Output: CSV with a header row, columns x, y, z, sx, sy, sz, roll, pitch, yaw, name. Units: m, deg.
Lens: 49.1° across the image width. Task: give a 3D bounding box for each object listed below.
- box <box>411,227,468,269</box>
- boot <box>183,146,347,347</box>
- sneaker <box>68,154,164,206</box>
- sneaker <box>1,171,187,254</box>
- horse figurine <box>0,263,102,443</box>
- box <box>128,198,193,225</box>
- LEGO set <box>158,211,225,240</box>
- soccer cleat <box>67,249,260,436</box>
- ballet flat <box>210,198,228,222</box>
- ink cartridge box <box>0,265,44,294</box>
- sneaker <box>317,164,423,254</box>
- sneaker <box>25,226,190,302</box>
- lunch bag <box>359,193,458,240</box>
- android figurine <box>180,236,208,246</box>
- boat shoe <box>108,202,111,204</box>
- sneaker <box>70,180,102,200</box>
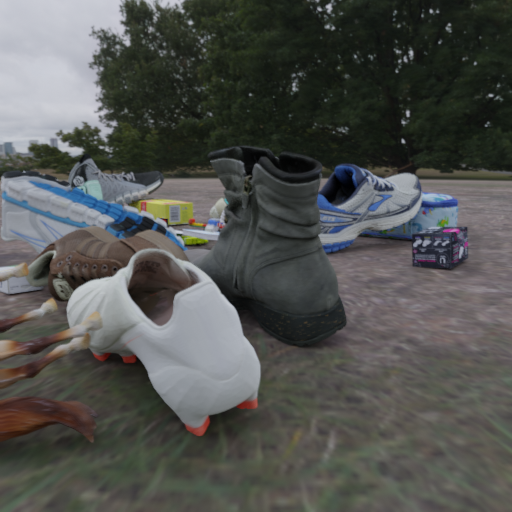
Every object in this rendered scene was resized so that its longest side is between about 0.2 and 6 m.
x,y,z,sx,sy,sz,roll,pitch,yaw,name
3.327,-0.162,10.124,0.726,0.630,1.098,1,9,35,box
-0.176,-0.335,6.589,1.056,2.038,3.120,-24,22,-32,boot
-4.363,-2.341,16.674,3.067,1.771,1.151,-27,23,-18,sneaker
-2.641,-0.203,9.075,3.179,1.378,1.192,23,21,1,sneaker
-2.271,0.781,4.364,1.761,0.663,2.658,-26,30,-32,horse figurine
-2.894,-1.331,16.666,0.964,0.642,2.561,-7,12,-34,box
-1.046,-0.713,12.744,2.156,0.708,2.887,3,5,-40,LEGO set
-0.943,0.434,4.884,1.041,1.166,3.005,-22,21,-29,soccer cleat
-1.073,-1.307,16.921,0.723,0.723,2.082,-1,9,-4,ballet flat
-3.528,0.340,8.218,0.723,0.316,0.525,9,13,44,ink cartridge box
2.263,-1.256,11.735,3.443,1.466,1.326,-26,32,-30,sneaker
-1.888,0.345,7.030,1.173,1.094,3.106,-32,24,-31,sneaker
3.530,-1.056,13.982,2.688,1.108,2.161,9,10,36,lunch bag
-1.460,-0.341,12.450,0.884,0.181,0.804,5,10,39,android figurine
-4.909,-1.214,15.087,2.630,0.985,0.813,1,11,-3,boat shoe
-3.878,-1.160,13.735,2.281,1.345,0.839,10,12,38,sneaker
